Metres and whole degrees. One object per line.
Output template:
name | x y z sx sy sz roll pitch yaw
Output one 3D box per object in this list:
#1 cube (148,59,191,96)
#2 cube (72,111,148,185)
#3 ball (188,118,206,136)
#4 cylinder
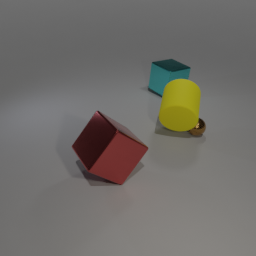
cube | 2.056 -2.523 14.078 1.400 1.400 1.400 -18 39 -32
cube | -0.553 0.584 8.343 1.400 1.400 1.400 31 7 -40
ball | 2.608 -0.048 10.657 0.700 0.700 0.700 0 30 0
cylinder | 1.918 -0.835 10.301 1.400 1.400 1.400 7 51 12
